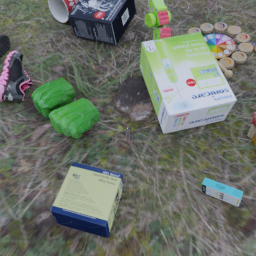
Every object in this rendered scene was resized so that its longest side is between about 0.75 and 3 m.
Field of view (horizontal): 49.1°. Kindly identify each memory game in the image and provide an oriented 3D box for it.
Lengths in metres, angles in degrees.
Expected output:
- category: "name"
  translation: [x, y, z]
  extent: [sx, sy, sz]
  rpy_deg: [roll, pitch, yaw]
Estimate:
- category: "memory game"
  translation: [3.380, -3.212, 10.754]
  extent: [2.701, 0.172, 2.701]
  rpy_deg: [-4, 55, 6]

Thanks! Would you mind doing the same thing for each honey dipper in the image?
- category: "honey dipper"
  translation: [2.952, -2.617, 10.099]
  extent: [0.443, 0.443, 2.335]
  rpy_deg: [-23, 58, -17]

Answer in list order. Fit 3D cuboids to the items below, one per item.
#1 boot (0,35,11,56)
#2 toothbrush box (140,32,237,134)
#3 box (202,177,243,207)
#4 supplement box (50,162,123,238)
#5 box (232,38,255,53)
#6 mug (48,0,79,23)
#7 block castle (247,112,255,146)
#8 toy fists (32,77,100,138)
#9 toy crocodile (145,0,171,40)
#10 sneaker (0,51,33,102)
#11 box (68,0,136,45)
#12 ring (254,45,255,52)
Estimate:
- category: "boot"
  translation: [-5.786, -2.818, 10.345]
  extent: [1.677, 0.889, 2.548]
  rpy_deg: [18, 44, 17]
- category: "toothbrush box"
  translation: [1.707, -1.461, 8.737]
  extent: [2.033, 1.202, 2.791]
  rpy_deg: [-12, 64, -7]
- category: "box"
  translation: [2.340, 1.594, 7.006]
  extent: [0.952, 0.392, 0.234]
  rpy_deg: [19, 53, 28]
- category: "supplement box"
  translation: [-0.915, 1.710, 6.750]
  extent: [1.318, 0.885, 1.317]
  rpy_deg: [12, 54, 9]
- category: "box"
  translation: [4.387, -3.244, 10.951]
  extent: [0.920, 0.222, 0.729]
  rpy_deg: [-32, 59, -22]
- category: "mug"
  translation: [-2.298, -5.256, 12.066]
  extent: [1.156, 1.538, 1.732]
  rpy_deg: [5, 40, 43]
- category: "block castle"
  translation: [4.888, 0.220, 7.675]
  extent: [2.621, 1.230, 1.751]
  rpy_deg: [-7, 53, -5]
- category: "toy fists"
  translation: [-2.010, -0.589, 8.576]
  extent: [1.240, 0.836, 2.432]
  rpy_deg: [-30, 57, -29]
- category: "toy crocodile"
  translation: [1.200, -3.414, 9.962]
  extent: [0.869, 2.573, 0.794]
  rpy_deg: [-16, 15, -26]
- category: "sneaker"
  translation: [-3.743, -1.717, 9.542]
  extent: [1.045, 0.866, 2.192]
  rpy_deg: [9, 54, -14]
- category: "box"
  translation: [-0.967, -4.519, 11.094]
  extent: [1.894, 1.083, 2.080]
  rpy_deg: [16, 62, 19]
- category: "ring"
  translation: [5.331, -3.005, 10.866]
  extent: [0.846, 0.081, 0.846]
  rpy_deg: [0, 54, 0]
